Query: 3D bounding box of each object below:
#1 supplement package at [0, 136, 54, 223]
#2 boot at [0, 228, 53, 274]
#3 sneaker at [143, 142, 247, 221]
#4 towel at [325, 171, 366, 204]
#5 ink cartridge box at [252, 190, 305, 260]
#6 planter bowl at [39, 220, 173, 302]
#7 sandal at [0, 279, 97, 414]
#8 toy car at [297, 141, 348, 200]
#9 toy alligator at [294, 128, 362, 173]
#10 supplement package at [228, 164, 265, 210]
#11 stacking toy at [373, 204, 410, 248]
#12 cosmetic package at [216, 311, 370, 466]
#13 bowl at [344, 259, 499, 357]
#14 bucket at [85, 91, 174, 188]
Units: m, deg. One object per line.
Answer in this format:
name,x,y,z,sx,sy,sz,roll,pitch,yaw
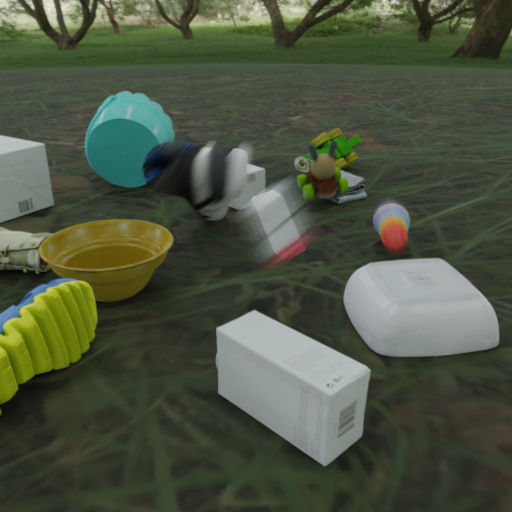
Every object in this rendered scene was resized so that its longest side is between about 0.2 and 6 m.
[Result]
supplement package,-6.089,-1.858,13.075,2.025,1.526,1.537,15,28,31
boot,-4.556,0.042,9.823,1.611,0.751,2.083,6,24,11
sneaker,-1.347,-1.559,11.150,1.809,1.181,3.233,9,-10,-12
towel,2.050,-1.772,14.136,1.008,0.521,1.217,-14,28,-28
ink cartridge box,0.307,-0.464,8.067,0.369,0.886,0.644,-25,17,-4
planter bowl,-2.428,0.165,9.337,2.135,0.889,2.135,0,25,0
sandal,-3.203,1.110,6.970,1.313,1.199,3.016,6,23,24
toy car,1.537,-2.089,13.126,1.048,1.275,1.006,-12,39,-6
toy alligator,1.846,-2.758,15.943,0.985,1.077,3.632,-35,-3,43
supplement package,-0.604,-1.810,13.788,0.896,0.863,1.575,-19,30,-36
stacking toy,2.579,-0.506,10.650,0.722,0.722,1.691,5,16,11
cosmetic package,0.348,1.433,6.395,0.710,0.988,1.750,-21,33,-39
bowl,2.425,0.650,8.454,2.004,0.748,2.001,-4,24,-6
bucket,-3.361,-3.015,14.862,2.305,2.305,1.500,0,36,1
